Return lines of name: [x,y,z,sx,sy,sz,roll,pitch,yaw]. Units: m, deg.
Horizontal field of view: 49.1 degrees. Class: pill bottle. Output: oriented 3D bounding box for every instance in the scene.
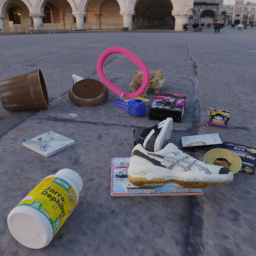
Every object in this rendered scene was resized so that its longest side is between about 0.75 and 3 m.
pill bottle: [-1.768,1.725,6.438,1.029,1.029,1.824,7,24,15]

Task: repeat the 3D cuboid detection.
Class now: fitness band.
fitness band: [-0.254,-2.734,13.859,2.829,2.032,0.529,41,15,8]

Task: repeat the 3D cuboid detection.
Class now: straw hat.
straw hat: [2.793,1.160,8.365,1.146,0.485,1.146,-4,35,3]

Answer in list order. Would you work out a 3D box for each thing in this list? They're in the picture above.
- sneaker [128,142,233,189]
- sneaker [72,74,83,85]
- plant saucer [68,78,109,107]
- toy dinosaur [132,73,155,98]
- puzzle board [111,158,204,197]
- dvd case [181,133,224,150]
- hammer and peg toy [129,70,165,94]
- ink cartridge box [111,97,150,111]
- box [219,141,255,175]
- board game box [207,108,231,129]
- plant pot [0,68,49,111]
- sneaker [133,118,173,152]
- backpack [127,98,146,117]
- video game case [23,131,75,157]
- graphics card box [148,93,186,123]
sneaker: [1.374,0.923,7.316,2.716,1.027,1.191,4,66,-1]
sneaker: [-2.236,-2.232,15.575,1.328,0.929,2.299,-8,32,-27]
plant saucer: [-2.031,-1.920,14.424,2.120,0.365,2.120,2,46,-2]
toy dinosaur: [0.666,-2.479,15.186,1.310,0.830,1.933,-28,45,-7]
puzzle board: [0.761,1.346,8.280,2.508,0.218,1.890,-1,24,-2]
dvd case: [2.605,0.473,9.962,1.402,0.123,1.001,-6,18,10]
hammer and peg toy: [1.227,-2.784,16.660,1.894,0.908,2.575,5,25,15]
ink cartridge box: [0.118,-1.287,14.028,1.428,0.336,1.411,-19,31,-40]
box: [3.598,0.931,9.093,1.294,0.322,1.284,15,27,31]
board game box: [3.716,-0.391,11.508,0.874,0.723,0.248,11,29,24]
plant pot: [-4.916,-1.692,13.244,1.933,1.952,1.952,-12,26,-7]
sneaker: [0.859,0.123,10.269,1.234,0.806,2.206,9,27,18]
backpack: [0.301,-0.964,12.807,0.747,0.723,0.890,-20,32,-33]
video game case: [-2.854,0.545,10.126,1.385,0.152,1.262,17,29,34]
graphics card box: [1.876,-1.000,13.033,1.487,0.603,2.370,7,26,14]
